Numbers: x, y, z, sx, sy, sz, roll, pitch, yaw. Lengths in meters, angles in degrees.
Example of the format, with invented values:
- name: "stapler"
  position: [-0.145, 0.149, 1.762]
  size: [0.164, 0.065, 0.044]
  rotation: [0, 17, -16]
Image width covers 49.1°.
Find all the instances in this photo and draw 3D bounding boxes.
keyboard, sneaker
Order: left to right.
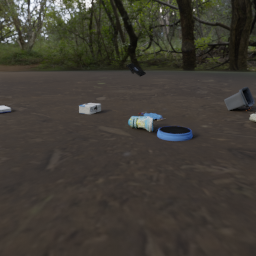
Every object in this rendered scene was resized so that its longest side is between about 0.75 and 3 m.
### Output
- name: "keyboard"
  position: [0.256, -2.189, 10.620]
  size: [0.469, 0.100, 0.781]
  rotation: [-27, 56, -35]
- name: "sneaker"
  position: [0.403, -0.129, 8.991]
  size: [0.764, 0.465, 1.170]
  rotation: [1, 6, -3]

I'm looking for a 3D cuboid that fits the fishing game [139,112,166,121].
- name: "fishing game"
  position: [0.944, -0.432, 10.781]
  size: [1.006, 0.156, 0.721]
  rotation: [20, 24, 35]

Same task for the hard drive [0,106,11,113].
- name: "hard drive"
  position: [-5.830, -0.734, 11.866]
  size: [1.389, 0.176, 0.916]
  rotation: [-13, 19, -41]

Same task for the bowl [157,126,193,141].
- name: "bowl"
  position: [1.396, 0.146, 8.378]
  size: [1.048, 0.206, 1.048]
  rotation: [0, 14, 0]

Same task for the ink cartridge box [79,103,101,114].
- name: "ink cartridge box"
  position: [-1.606, -0.834, 11.939]
  size: [0.577, 0.333, 0.796]
  rotation: [8, 16, 29]

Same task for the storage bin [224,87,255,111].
- name: "storage bin"
  position: [4.948, -1.177, 12.441]
  size: [0.901, 0.977, 1.342]
  rotation: [-24, -3, 38]

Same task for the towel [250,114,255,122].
- name: "towel"
  position: [6.121, -0.264, 9.369]
  size: [2.850, 0.511, 2.960]
  rotation: [-5, 14, -17]
